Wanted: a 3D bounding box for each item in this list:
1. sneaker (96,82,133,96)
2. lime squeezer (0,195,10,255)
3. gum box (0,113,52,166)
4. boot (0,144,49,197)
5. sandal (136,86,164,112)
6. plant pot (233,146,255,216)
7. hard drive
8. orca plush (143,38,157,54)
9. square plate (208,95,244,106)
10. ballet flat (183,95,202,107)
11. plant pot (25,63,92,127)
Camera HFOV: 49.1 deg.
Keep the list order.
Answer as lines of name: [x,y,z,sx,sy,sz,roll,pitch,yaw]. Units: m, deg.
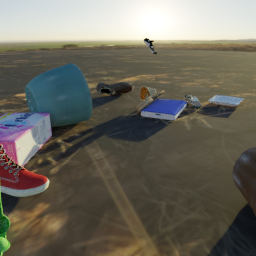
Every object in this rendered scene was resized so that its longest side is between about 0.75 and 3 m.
sneaker: [-0.780,-2.190,16.552,2.170,0.764,0.820,-1,45,-6]
lime squeezer: [-2.351,1.940,5.157,0.377,0.705,1.997,8,46,-29]
gum box: [-3.734,0.275,9.161,1.605,0.935,2.829,2,20,6]
boot: [-2.850,0.930,6.865,1.804,1.301,0.653,5,21,11]
sandal: [0.958,-1.683,13.939,1.041,0.934,2.840,-41,-1,31]
plant pot: [3.137,1.213,5.809,1.738,1.738,1.721,0,11,-1]
hard drive: [1.776,-0.942,13.411,1.578,0.303,2.392,8,22,21]
orca plush: [1.007,-3.518,11.829,0.361,1.015,0.534,-39,43,10]
square plate: [5.236,-1.439,14.909,1.524,0.217,1.510,13,23,30]
ballet flat: [3.340,-1.446,14.592,0.452,0.447,1.329,-11,23,-28]
plant pot: [-2.893,-1.172,11.220,1.977,2.464,2.464,-20,27,-29]
